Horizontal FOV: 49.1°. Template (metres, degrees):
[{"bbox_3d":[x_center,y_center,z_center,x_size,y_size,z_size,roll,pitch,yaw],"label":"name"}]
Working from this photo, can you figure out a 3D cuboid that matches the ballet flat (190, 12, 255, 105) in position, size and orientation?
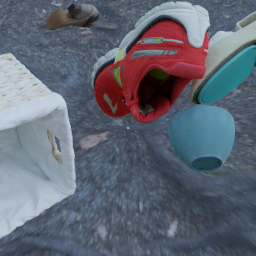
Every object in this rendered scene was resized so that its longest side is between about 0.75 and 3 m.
[{"bbox_3d":[1.766,-1.244,4.236,2.524,0.877,0.877,-32,57,-11],"label":"ballet flat"}]

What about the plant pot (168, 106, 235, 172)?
[{"bbox_3d":[0.931,0.207,3.479,0.841,0.841,0.566,1,53,1],"label":"plant pot"}]

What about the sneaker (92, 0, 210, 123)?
[{"bbox_3d":[0.124,-0.610,4.209,1.098,2.852,1.211,9,70,-20],"label":"sneaker"}]

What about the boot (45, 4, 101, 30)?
[{"bbox_3d":[-0.985,-2.007,5.228,0.935,0.684,0.329,-12,86,35],"label":"boot"}]

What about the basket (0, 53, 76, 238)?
[{"bbox_3d":[-1.625,0.271,3.131,1.632,1.618,1.313,-29,53,-30],"label":"basket"}]
